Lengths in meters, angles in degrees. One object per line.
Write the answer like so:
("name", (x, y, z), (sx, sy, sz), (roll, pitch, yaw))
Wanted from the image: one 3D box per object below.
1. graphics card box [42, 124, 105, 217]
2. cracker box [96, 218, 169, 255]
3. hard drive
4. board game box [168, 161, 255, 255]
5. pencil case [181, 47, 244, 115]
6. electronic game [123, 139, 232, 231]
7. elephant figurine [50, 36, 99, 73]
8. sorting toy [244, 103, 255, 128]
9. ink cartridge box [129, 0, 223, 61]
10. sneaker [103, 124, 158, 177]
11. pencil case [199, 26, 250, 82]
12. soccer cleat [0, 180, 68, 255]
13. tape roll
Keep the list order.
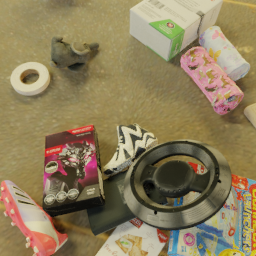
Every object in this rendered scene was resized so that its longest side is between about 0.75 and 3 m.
("graphics card box", (-1.504, 1.083, 7.674), (1.505, 0.610, 2.399), (-12, 51, 2))
("cracker box", (0.019, 3.113, 6.964), (1.207, 0.520, 1.802), (34, 66, 16))
("hard drive", (-0.145, 1.791, 7.385), (2.003, 0.329, 1.398), (-23, 41, -4))
("board game box", (2.307, 2.259, 7.089), (2.258, 0.644, 2.306), (16, 62, -6))
("pencil case", (2.723, -1.616, 9.286), (0.997, 1.042, 2.408), (-44, 61, 28))
("electronic game", (1.134, 1.234, 6.763), (2.600, 0.541, 2.600), (-15, 38, 12))
("elephant figurine", (-1.808, -2.586, 9.798), (1.728, 1.223, 1.341), (4, 90, -15))
("sorting toy", (4.859, -0.337, 8.958), (1.702, 0.310, 1.575), (-23, 64, -12))
("ink cartridge box", (1.773, -4.155, 10.509), (2.855, 1.200, 2.083), (-40, 68, -19))
("sneaker", (-0.171, 0.536, 8.278), (1.862, 0.743, 1.212), (-38, 60, -10))
("pencil case", (3.378, -2.627, 9.881), (0.958, 0.878, 2.113), (-15, 62, -24))
("soccer cleat", (-2.560, 2.280, 7.388), (0.916, 0.799, 2.395), (-19, 54, -42))
("tape roll", (-3.395, -1.726, 9.747), (1.328, 0.243, 1.328), (0, 62, 1))
